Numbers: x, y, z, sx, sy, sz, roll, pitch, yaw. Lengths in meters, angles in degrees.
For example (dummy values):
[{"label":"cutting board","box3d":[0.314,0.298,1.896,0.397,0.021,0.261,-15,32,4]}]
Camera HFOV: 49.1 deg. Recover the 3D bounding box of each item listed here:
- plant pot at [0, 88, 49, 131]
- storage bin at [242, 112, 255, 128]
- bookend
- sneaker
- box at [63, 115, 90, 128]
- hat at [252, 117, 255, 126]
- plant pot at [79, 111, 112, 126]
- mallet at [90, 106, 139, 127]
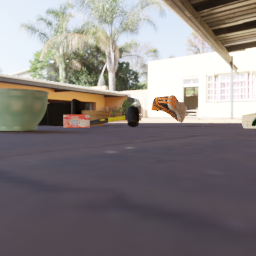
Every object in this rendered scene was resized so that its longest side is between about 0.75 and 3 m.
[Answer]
[{"label":"plant pot","box3d":[-2.505,-0.384,6.371,1.353,0.906,1.353,1,1,0]},{"label":"storage bin","box3d":[4.267,-0.296,8.854,0.970,0.455,0.963,-11,1,-5]},{"label":"bookend","box3d":[-3.797,-0.768,14.396,2.793,1.286,2.775,0,1,2]},{"label":"sneaker","box3d":[1.806,-0.931,12.727,1.226,0.849,2.188,6,-21,33]},{"label":"box","box3d":[-1.780,-0.239,9.745,0.896,0.460,0.424,-2,1,-9]},{"label":"hat","box3d":[3.244,0.028,5.458,1.058,1.125,1.278,-24,-24,-9]},{"label":"plant pot","box3d":[-1.606,-0.485,13.910,1.606,0.741,1.606,0,2,0]},{"label":"mallet","box3d":[-0.658,-0.412,10.992,2.323,0.765,0.478,-2,-34,18]}]
